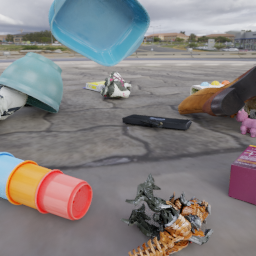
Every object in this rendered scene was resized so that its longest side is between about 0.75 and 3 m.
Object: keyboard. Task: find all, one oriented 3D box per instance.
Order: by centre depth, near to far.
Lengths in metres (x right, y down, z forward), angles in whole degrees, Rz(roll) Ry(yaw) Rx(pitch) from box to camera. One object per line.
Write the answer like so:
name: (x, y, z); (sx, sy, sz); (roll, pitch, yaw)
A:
keyboard: (0.864, -0.163, 8.753); (2.057, 0.264, 1.235); (6, 12, 21)

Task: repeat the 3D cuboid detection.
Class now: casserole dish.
casserole dish: (-0.477, -1.903, 4.941); (0.431, 1.344, 2.219); (53, 20, 26)

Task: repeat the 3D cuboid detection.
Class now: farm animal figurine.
farm animal figurine: (4.259, -0.793, 8.787); (2.255, 1.404, 2.793); (0, 17, -2)

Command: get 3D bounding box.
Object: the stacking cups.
stacking cups: (-1.917, 0.860, 4.693); (2.877, 0.870, 0.870); (12, 20, 22)

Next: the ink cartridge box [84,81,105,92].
ink cartridge box: (-1.352, -2.404, 15.760); (1.834, 0.436, 1.855); (-13, 23, -35)

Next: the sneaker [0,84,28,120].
sneaker: (-4.025, -0.525, 8.329); (1.936, 1.188, 2.975); (16, 23, 38)

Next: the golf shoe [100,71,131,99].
golf shoe: (-0.497, -1.968, 13.691); (1.276, 1.118, 2.897); (18, 21, -2)

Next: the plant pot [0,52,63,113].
plant pot: (-3.203, -1.663, 9.792); (2.229, 1.493, 2.229); (22, -10, 4)

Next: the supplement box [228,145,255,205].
supplement box: (2.221, 0.787, 4.979); (0.486, 0.626, 1.134); (12, 20, 35)

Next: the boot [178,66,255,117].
boot: (3.264, -1.178, 9.174); (2.637, 0.959, 2.801); (-40, 11, -8)

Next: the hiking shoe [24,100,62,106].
hiking shoe: (-3.622, -1.305, 11.470); (2.175, 0.809, 0.943); (5, 19, 16)

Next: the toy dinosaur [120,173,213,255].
toy dinosaur: (0.522, 1.195, 3.639); (1.047, 0.788, 1.542); (30, 9, 30)

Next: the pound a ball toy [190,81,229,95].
pound a ball toy: (3.961, -1.464, 11.749); (2.262, 0.961, 1.475); (-8, 19, -22)
